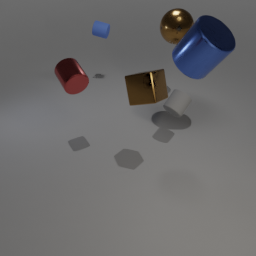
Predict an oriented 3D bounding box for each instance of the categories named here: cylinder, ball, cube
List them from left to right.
[{"bbox_3d":[-1.492,-1.370,7.423,0.700,0.700,0.700,-19,59,-27],"label":"cylinder"},{"bbox_3d":[-1.306,-4.786,13.628,0.700,0.700,0.700,17,34,4],"label":"cylinder"},{"bbox_3d":[0.439,-0.949,6.520,0.700,0.700,0.700,-2,14,34],"label":"cube"},{"bbox_3d":[2.007,-4.165,11.515,1.400,1.400,1.400,0,32,0],"label":"ball"},{"bbox_3d":[1.645,-0.820,9.348,0.700,0.700,0.700,30,82,38],"label":"cylinder"},{"bbox_3d":[2.316,-2.468,8.686,1.400,1.400,1.400,13,58,-21],"label":"cylinder"}]
